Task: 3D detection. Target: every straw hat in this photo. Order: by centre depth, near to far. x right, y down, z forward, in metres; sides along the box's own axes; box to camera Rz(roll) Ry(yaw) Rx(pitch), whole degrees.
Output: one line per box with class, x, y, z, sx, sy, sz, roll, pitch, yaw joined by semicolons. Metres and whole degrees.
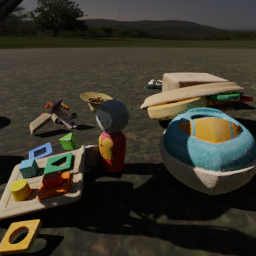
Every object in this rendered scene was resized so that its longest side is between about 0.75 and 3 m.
straw hat;-1.081;-0.804;9.471;1.135;0.480;1.135;7;24;-3

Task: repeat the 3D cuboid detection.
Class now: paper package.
paper package;2.430;-1.429;10.428;1.910;1.037;2.004;-3;18;-7

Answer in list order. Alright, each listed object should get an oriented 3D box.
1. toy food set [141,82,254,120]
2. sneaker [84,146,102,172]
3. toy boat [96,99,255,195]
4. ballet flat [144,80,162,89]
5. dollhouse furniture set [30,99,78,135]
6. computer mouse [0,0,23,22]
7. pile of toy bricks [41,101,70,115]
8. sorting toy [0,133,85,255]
toy food set;1.790;-0.661;7.655;2.876;0.707;2.905;-8;-1;-9
sneaker;-1.073;0.624;5.366;1.427;0.532;0.621;-17;21;-41
toy boat;0.883;0.178;5.237;2.990;1.390;2.514;1;19;4
ballet flat;1.332;-2.061;13.189;1.219;0.417;0.414;9;22;24
dollhouse furniture set;-2.035;0.019;7.731;0.854;0.954;1.204;43;55;2
computer mouse;-2.229;-1.689;3.767;1.859;0.708;2.685;-29;27;32
pile of toy bricks;-2.197;-0.490;8.744;0.501;0.563;1.015;34;11;11
sorting toy;-1.343;0.758;4.319;1.381;0.334;2.452;-18;29;3
